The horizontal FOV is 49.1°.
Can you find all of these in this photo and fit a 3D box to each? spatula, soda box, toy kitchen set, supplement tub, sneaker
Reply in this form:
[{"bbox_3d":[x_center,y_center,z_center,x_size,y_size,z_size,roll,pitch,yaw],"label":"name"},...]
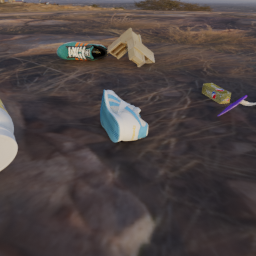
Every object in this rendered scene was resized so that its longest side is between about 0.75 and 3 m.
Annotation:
[{"bbox_3d":[3.744,-0.783,8.586,2.863,0.809,0.294,-12,72,-36],"label":"spatula"},{"bbox_3d":[2.970,-1.187,9.489,0.379,0.359,1.120,-8,28,-17],"label":"soda box"},{"bbox_3d":[0.176,-3.463,13.820,1.517,1.678,1.860,25,47,-41],"label":"toy kitchen set"},{"bbox_3d":[-3.264,-0.217,5.457,1.625,1.625,2.235,-20,61,-34],"label":"supplement tub"},{"bbox_3d":[-2.238,-3.852,14.042,2.569,0.917,1.026,-7,20,-16],"label":"sneaker"},{"bbox_3d":[-0.199,-0.342,7.460,0.893,0.846,2.211,-2,33,-20],"label":"sneaker"}]
